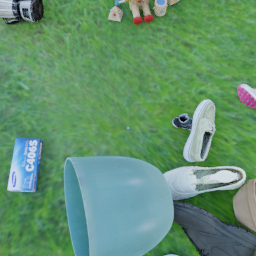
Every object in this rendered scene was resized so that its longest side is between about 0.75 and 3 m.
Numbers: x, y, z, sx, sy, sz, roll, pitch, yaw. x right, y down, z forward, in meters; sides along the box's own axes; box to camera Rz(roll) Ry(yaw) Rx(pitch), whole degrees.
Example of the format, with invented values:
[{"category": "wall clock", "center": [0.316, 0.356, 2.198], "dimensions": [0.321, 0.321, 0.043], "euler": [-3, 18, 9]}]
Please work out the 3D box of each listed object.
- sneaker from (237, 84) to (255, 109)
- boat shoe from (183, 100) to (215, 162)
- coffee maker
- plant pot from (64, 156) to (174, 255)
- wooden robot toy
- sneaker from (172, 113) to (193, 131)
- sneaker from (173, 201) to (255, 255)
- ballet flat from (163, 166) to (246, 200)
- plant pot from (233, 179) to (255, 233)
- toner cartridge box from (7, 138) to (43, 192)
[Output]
[{"category": "sneaker", "center": [4.228, -0.948, 8.943], "dimensions": [1.545, 0.629, 0.682], "euler": [37, 73, 3]}, {"category": "boat shoe", "center": [2.254, 0.093, 8.229], "dimensions": [0.719, 0.619, 1.996], "euler": [29, 74, -35]}, {"category": "coffee maker", "center": [-3.846, -4.457, 9.910], "dimensions": [1.552, 1.045, 1.491], "euler": [7, 70, 1]}, {"category": "plant pot", "center": [-0.231, 1.947, 6.908], "dimensions": [2.197, 2.737, 2.737], "euler": [-6, 70, -22]}, {"category": "wooden robot toy", "center": [0.593, -4.556, 9.827], "dimensions": [2.771, 1.257, 1.221], "euler": [-13, 71, -4]}, {"category": "sneaker", "center": [1.904, -0.176, 8.648], "dimensions": [0.999, 0.568, 0.377], "euler": [8, 73, 1]}, {"category": "sneaker", "center": [2.052, 2.851, 7.401], "dimensions": [2.772, 1.053, 1.258], "euler": [25, 79, 10]}, {"category": "ballet flat", "center": [2.050, 1.457, 7.932], "dimensions": [2.657, 0.923, 0.923], "euler": [-7, 71, -2]}, {"category": "plant pot", "center": [3.316, 2.180, 7.581], "dimensions": [0.696, 1.509, 1.509], "euler": [-18, 67, 32]}, {"category": "toner cartridge box", "center": [-3.042, 1.090, 8.336], "dimensions": [0.738, 0.335, 1.553], "euler": [1, 71, 0]}]
